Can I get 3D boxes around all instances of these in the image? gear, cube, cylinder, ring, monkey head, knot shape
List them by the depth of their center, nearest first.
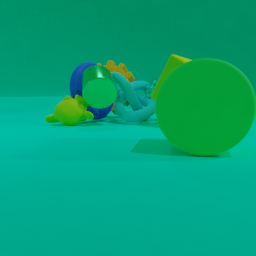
[{"bbox_3d":[1.160,-0.354,4.443,1.342,1.342,1.342,1,8,11],"label":"cylinder"},{"bbox_3d":[1.647,-1.014,7.414,1.275,1.275,1.275,-2,36,-48],"label":"cube"},{"bbox_3d":[-0.817,-1.149,7.764,0.925,0.925,0.925,-2,33,-12],"label":"cylinder"},{"bbox_3d":[-1.533,-0.368,7.885,1.441,1.037,0.869,-5,46,16],"label":"monkey head"},{"bbox_3d":[0.075,-1.019,8.799,1.871,0.924,2.000,41,27,1],"label":"knot shape"},{"bbox_3d":[-1.097,-1.172,8.917,0.370,1.848,1.848,-8,1,37],"label":"ring"},{"bbox_3d":[-0.775,-1.471,10.399,2.078,2.078,0.384,2,-17,18],"label":"gear"}]

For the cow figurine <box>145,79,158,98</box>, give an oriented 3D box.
[{"bbox_3d":[1.204,-0.928,8.961,1.416,0.777,1.393,45,3,17],"label":"cow figurine"}]
